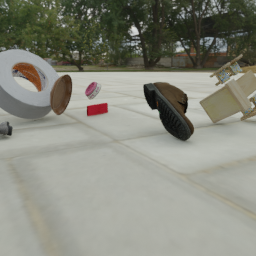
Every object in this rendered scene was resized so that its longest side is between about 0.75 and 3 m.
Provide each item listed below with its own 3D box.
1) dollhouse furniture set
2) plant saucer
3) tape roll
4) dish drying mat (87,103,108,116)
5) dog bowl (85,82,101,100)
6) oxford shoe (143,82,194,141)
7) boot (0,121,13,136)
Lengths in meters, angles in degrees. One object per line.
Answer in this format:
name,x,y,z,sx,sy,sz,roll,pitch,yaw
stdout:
dollhouse furniture set,3.442,-1.159,8.547,2.065,1.810,1.372,-34,-2,-24
plant saucer,-2.176,-1.086,8.979,0.246,1.344,1.344,16,17,10
tape roll,-3.436,-1.488,9.455,0.786,2.379,2.379,-40,-14,37
dish drying mat,-1.102,-0.679,10.146,0.093,0.391,1.019,7,14,39
dog bowl,-1.403,-1.501,11.031,0.278,0.754,0.754,37,-7,-30
oxford shoe,1.249,-0.615,7.463,1.024,0.881,2.426,-15,42,-9
boot,-3.411,-0.021,7.263,0.622,0.330,0.945,6,2,-35
